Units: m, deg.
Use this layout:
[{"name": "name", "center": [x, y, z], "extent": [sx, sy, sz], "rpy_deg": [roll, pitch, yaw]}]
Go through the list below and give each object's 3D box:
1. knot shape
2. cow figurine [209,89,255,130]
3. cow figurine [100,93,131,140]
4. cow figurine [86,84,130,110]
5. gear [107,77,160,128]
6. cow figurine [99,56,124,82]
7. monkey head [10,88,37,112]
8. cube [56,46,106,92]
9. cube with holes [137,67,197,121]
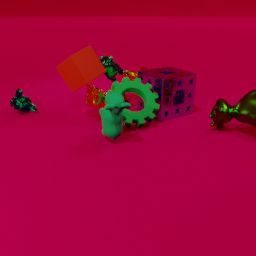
[{"name": "knot shape", "center": [0.591, -1.695, 10.533], "extent": [1.674, 0.774, 1.567], "rpy_deg": [41, 30, -1]}, {"name": "cow figurine", "center": [3.117, -0.384, 7.590], "extent": [1.557, 0.868, 1.582], "rpy_deg": [-32, 38, -11]}, {"name": "cow figurine", "center": [-0.348, -0.270, 6.994], "extent": [0.650, 1.184, 1.166], "rpy_deg": [-6, 9, -17]}, {"name": "cow figurine", "center": [-0.626, -0.910, 8.527], "extent": [1.336, 1.314, 0.733], "rpy_deg": [-39, 34, -28]}, {"name": "gear", "center": [0.140, -0.765, 8.206], "extent": [1.536, 0.284, 1.536], "rpy_deg": [5, 65, -11]}, {"name": "cow figurine", "center": [-0.677, -2.063, 9.375], "extent": [1.285, 0.706, 1.265], "rpy_deg": [53, 11, 33]}, {"name": "monkey head", "center": [-3.464, -0.917, 9.239], "extent": [1.085, 0.780, 0.654], "rpy_deg": [33, 22, 30]}, {"name": "cube", "center": [-1.360, -1.711, 8.183], "extent": [0.866, 0.866, 0.866], "rpy_deg": [-18, 20, 46]}, {"name": "cube with holes", "center": [1.230, -1.169, 9.168], "extent": [1.330, 1.330, 1.330], "rpy_deg": [-13, 27, -28]}]
